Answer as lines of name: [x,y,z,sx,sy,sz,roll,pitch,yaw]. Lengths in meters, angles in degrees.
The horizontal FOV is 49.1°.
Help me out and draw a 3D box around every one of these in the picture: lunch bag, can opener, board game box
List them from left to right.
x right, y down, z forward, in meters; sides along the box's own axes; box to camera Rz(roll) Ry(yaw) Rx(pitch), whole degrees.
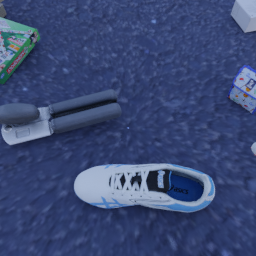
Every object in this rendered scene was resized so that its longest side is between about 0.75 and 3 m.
board game box: [-4.476,-2.630,8.579,2.935,0.427,1.975,22,65,14]
can opener: [-1.650,-0.299,6.707,2.981,0.991,0.785,-13,71,-6]
lunch bag: [3.171,-1.012,7.231,0.654,1.056,0.898,-38,64,-23]

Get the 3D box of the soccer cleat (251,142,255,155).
soccer cleat: [3.370,0.310,6.363,1.218,0.472,0.422,-19,71,-16]

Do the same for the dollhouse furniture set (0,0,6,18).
dollhouse furniture set: [-4.799,-4.310,8.841,2.175,2.152,1.121,25,60,16]

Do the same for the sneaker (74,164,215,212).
sneaker: [0.309,1.135,5.774,2.900,1.051,1.042,2,56,3]

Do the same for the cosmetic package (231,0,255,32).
cosmetic package: [4.970,-4.008,9.538,2.577,0.653,1.064,-13,56,-9]
